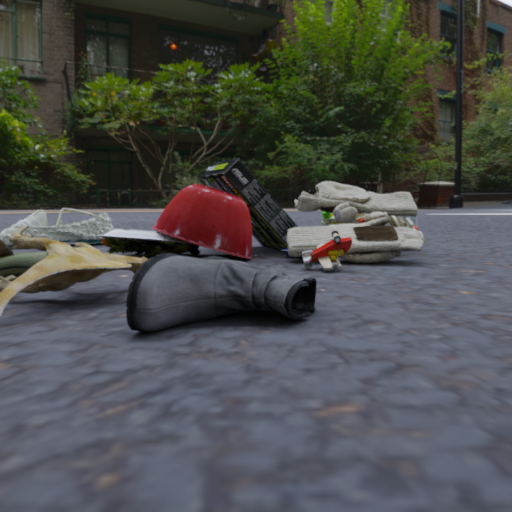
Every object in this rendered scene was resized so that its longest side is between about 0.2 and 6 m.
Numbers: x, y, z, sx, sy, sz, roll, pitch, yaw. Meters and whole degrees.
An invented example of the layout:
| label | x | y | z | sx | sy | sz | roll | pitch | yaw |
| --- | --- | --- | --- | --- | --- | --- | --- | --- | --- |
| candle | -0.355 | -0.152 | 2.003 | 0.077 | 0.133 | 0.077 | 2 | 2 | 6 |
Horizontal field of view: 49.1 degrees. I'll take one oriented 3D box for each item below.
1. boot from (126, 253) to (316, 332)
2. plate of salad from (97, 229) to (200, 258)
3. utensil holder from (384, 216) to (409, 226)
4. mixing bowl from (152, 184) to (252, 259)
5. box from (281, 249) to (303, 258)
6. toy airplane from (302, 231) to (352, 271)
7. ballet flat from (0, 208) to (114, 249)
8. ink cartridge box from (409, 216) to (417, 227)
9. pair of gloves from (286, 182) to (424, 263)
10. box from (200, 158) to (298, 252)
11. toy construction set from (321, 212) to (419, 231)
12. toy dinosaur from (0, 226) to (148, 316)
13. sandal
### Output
| label | x | y | z | sx | sy | sz | roll | pitch | yaw |
| --- | --- | --- | --- | --- | --- | --- | --- | --- | --- |
| boot | -0.203 | 0.338 | 5.225 | 1.257 | 0.666 | 1.909 | 9 | 14 | 25 |
| plate of salad | -1.960 | -0.204 | 10.623 | 2.074 | 0.498 | 2.074 | 5 | -1 | 0 |
| utensil holder | 3.368 | -1.038 | 15.511 | 1.141 | 1.141 | 1.343 | -4 | 9 | -35 |
| mixing bowl | -0.856 | -0.712 | 10.435 | 1.939 | 1.050 | 1.939 | 17 | 2 | 0 |
| box | 1.042 | -0.060 | 10.842 | 0.649 | 0.174 | 1.071 | 5 | 7 | 42 |
| toy airplane | 1.121 | 0.020 | 8.981 | 0.780 | 0.553 | 0.783 | -9 | 33 | 51 |
| ballet flat | -4.731 | -0.667 | 13.192 | 2.765 | 0.992 | 0.992 | -4 | 7 | -30 |
| ink cartridge box | 4.152 | -0.858 | 16.066 | 0.883 | 0.644 | 0.366 | 2 | 7 | 20 |
| pair of gloves | 1.898 | -0.770 | 10.778 | 2.476 | 0.510 | 2.912 | 5 | 30 | 9 |
| box | -0.098 | -1.050 | 11.900 | 0.532 | 2.238 | 2.161 | -45 | 16 | -11 |
| toy construction set | 2.394 | -0.664 | 12.191 | 2.272 | 1.047 | 1.490 | -2 | 10 | -17 |
| toy dinosaur | -2.189 | 0.116 | 6.284 | 1.443 | 0.830 | 2.853 | 4 | 7 | 24 |
| sandal | -3.891 | -0.090 | 7.867 | 3.041 | 0.868 | 1.207 | -6 | 9 | -45 |
